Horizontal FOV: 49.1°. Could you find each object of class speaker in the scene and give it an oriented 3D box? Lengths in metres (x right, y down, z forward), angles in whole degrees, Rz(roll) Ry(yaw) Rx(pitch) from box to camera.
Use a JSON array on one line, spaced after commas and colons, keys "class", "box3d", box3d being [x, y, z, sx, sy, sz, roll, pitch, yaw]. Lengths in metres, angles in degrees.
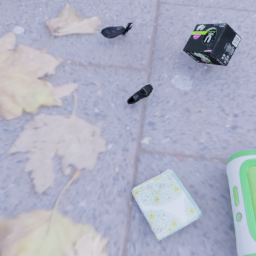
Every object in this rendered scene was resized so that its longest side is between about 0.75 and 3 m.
[{"class": "speaker", "box3d": [2.990, 1.867, 6.503, 1.170, 1.170, 2.646, 4, 53, 3]}]

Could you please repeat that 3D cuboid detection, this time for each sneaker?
[{"class": "sneaker", "box3d": [0.365, -0.984, 8.549, 0.357, 0.942, 0.412, 55, 34, -1]}]

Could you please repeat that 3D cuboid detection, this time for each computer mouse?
[{"class": "computer mouse", "box3d": [-0.406, -3.463, 10.137, 1.182, 0.818, 0.312, -16, 87, -25]}]

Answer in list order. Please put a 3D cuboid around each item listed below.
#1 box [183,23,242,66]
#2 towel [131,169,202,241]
[{"class": "box", "box3d": [2.694, -2.709, 9.087, 1.038, 0.869, 1.398, -62, 33, 2]}, {"class": "towel", "box3d": [0.925, 1.859, 7.003, 1.254, 0.353, 1.465, -26, 55, -11]}]
